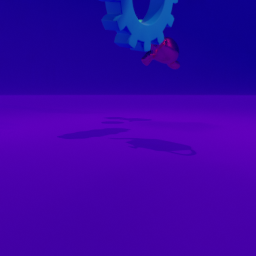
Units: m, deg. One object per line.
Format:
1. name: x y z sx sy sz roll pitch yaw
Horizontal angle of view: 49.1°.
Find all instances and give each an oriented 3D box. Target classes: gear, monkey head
1. gear: 0.277 -2.591 5.484 0.381 2.060 2.060 20 18 36
2. monkey head: 1.061 -2.363 8.982 0.960 1.146 1.593 46 6 34

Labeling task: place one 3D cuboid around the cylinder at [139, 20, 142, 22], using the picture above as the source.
1. cylinder: 0.574 -3.140 9.299 0.734 0.734 0.734 -4 31 -29
